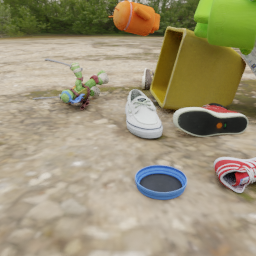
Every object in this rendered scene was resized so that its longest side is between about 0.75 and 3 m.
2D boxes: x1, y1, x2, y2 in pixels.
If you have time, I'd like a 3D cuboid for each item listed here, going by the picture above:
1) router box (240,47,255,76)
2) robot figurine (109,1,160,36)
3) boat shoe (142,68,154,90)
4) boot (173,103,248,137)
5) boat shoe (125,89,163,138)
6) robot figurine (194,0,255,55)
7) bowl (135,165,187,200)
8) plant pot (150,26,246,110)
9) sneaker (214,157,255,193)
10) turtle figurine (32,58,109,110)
[{"bbox_3d":[5.426,-1.739,9.521,2.486,2.770,0.677,-17,-17,-38],"label":"router box"},{"bbox_3d":[0.215,-3.307,8.444,1.497,0.873,1.077,6,38,-21],"label":"robot figurine"},{"bbox_3d":[1.019,-2.368,13.419,0.603,0.728,2.027,4,26,5],"label":"boat shoe"},{"bbox_3d":[2.194,-0.368,8.373,2.178,0.789,1.571,3,20,-14],"label":"boot"},{"bbox_3d":[0.346,-0.536,8.566,0.971,0.881,2.640,-6,22,-14],"label":"boat shoe"},{"bbox_3d":[3.082,-2.888,7.551,2.453,2.152,1.419,14,64,22],"label":"robot figurine"},{"bbox_3d":[0.646,1.058,5.508,1.014,0.199,1.014,0,22,0],"label":"bowl"},{"bbox_3d":[2.602,-2.046,10.346,2.696,2.619,2.636,11,20,-11],"label":"plant pot"},{"bbox_3d":[2.454,0.894,5.494,1.431,0.510,0.805,-3,17,13],"label":"sneaker"},{"bbox_3d":[-2.000,-1.740,10.567,2.330,1.676,2.259,18,24,30],"label":"turtle figurine"}]
